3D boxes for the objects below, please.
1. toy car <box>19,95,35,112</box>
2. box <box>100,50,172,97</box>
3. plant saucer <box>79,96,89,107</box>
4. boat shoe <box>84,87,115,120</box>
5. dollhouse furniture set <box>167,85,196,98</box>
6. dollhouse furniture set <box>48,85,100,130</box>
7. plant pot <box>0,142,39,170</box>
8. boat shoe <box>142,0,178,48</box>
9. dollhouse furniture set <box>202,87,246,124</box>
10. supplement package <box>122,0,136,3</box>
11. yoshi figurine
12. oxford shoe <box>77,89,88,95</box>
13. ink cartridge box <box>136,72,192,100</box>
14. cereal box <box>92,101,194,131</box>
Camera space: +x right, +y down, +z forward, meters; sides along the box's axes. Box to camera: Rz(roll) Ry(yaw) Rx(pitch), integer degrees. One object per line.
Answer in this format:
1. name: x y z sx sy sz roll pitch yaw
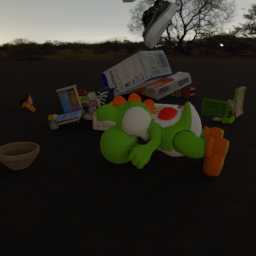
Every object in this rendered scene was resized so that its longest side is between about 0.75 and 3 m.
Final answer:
1. toy car: -4.086 -0.856 11.416 0.431 0.635 1.295 41 10 -38
2. box: 0.420 -2.632 13.692 2.562 1.344 2.356 -21 2 35
3. plant saucer: -1.746 -1.175 12.354 1.601 0.249 1.601 0 16 0
4. boat shoe: -1.049 -0.963 10.383 0.773 0.960 2.069 5 17 16
5. dollhouse furniture set: 2.708 -1.899 14.254 1.316 0.535 0.708 12 20 35
6. dollhouse furniture set: -1.783 -0.743 8.958 1.423 0.984 1.508 -14 19 9
7. plant pot: -2.366 0.629 6.045 0.888 0.410 0.888 1 17 0
8. boat shoe: 0.865 -3.408 8.898 0.831 1.007 2.934 30 40 -2
9. dollhouse furniture set: 3.361 -0.811 9.740 0.824 1.066 2.133 12 21 35
10. supplement package: 0.201 -4.586 9.313 0.470 0.489 0.859 19 53 39
11. yoshi figurine: 0.577 0.352 6.097 2.802 1.575 1.569 17 59 8
12. oxford shoe: -2.359 -1.804 14.510 0.334 0.328 0.921 24 -4 -39
13. ink cartridge box: 1.702 -2.345 14.477 2.080 0.643 2.565 -27 27 -15
14. cereal box: 0.598 -0.357 8.996 2.944 0.582 2.118 4 17 14
